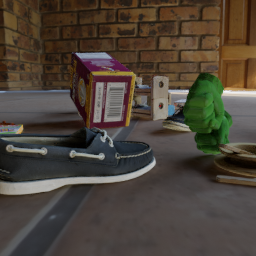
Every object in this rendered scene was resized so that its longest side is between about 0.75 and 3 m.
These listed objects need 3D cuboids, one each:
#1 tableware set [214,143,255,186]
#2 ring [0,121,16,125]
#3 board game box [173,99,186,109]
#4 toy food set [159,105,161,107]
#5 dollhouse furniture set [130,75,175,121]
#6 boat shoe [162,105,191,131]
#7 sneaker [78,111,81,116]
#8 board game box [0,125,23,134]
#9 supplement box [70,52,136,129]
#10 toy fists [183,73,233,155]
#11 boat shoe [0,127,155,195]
[{"bbox_3d":[2.892,0.464,4.537,2.859,0.573,1.890,3,10,20],"label":"tableware set"},{"bbox_3d":[-4.479,-0.077,9.073,1.622,0.156,1.622,0,9,0],"label":"ring"},{"bbox_3d":[3.545,-1.357,15.897,1.473,0.404,2.333,4,10,22],"label":"board game box"},{"bbox_3d":[1.965,-1.666,16.436,0.696,0.738,1.547,-9,-18,-42],"label":"toy food set"},{"bbox_3d":[1.320,-1.354,11.935,2.439,1.709,1.719,-8,13,-40],"label":"dollhouse furniture set"},{"bbox_3d":[2.020,-0.418,9.029,1.022,0.853,2.739,11,16,42],"label":"boat shoe"},{"bbox_3d":[-0.873,-0.683,11.034,2.025,0.734,1.155,-5,14,-28],"label":"sneaker"},{"bbox_3d":[-3.385,0.133,7.681,0.785,0.246,1.643,-3,13,-14],"label":"board game box"},{"bbox_3d":[-1.016,-1.427,9.788,1.463,1.856,2.836,-5,28,-23],"label":"supplement box"},{"bbox_3d":[1.547,-0.142,5.273,0.611,0.906,1.778,16,-26,38],"label":"toy fists"},{"bbox_3d":[-0.674,0.378,4.293,2.605,0.786,0.985,-6,15,-33],"label":"boat shoe"}]
